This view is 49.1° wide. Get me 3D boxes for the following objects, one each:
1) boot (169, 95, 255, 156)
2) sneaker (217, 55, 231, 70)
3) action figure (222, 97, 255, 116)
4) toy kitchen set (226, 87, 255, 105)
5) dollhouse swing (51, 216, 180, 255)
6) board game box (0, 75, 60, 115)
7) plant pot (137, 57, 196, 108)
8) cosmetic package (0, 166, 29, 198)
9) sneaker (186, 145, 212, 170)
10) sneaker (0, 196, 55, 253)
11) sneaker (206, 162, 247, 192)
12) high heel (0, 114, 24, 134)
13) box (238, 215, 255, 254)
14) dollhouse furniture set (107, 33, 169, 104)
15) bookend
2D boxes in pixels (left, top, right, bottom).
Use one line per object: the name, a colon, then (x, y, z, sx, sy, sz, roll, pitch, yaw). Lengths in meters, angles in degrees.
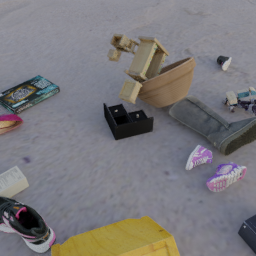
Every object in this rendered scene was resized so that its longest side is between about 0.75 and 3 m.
boot: (3.473, -0.379, 10.982, 2.637, 1.053, 2.901, -20, 39, -24)
sneaker: (4.918, -3.412, 14.663, 0.665, 0.474, 1.341, 19, 40, 23)
action figure: (4.726, -0.999, 11.889, 1.584, 0.549, 1.031, 17, 49, 39)
toy kitchen set: (4.870, -1.097, 11.877, 1.167, 0.935, 0.687, -12, 36, 13)
dollhouse swing: (-0.169, 3.801, 6.512, 2.668, 2.345, 2.424, -14, 2, -16)
board game box: (-4.498, -1.540, 12.630, 1.605, 0.334, 2.372, 31, 50, 30)
plant pot: (1.575, -1.754, 11.670, 2.930, 1.352, 2.930, -25, 13, 6)
cosmetic package: (-3.892, 1.846, 8.721, 1.344, 0.491, 0.696, -30, 50, -30)
sneaker: (2.494, 1.090, 9.615, 0.707, 0.449, 1.240, 27, 48, 23)
sneaker: (-2.985, 2.395, 7.719, 2.328, 1.005, 0.935, 18, 44, 20)
sneaker: (3.064, 1.516, 9.068, 1.543, 0.621, 0.682, -18, 38, -25)
high heel: (-5.077, 0.055, 10.476, 1.074, 0.753, 2.235, 13, 39, 30)
box: (3.799, 2.784, 7.537, 1.258, 0.656, 0.931, -18, 45, -19)
dollhouse furniture set: (0.081, -2.276, 11.344, 2.218, 1.394, 2.508, 21, 87, 37)
bookend: (-0.007, -0.426, 11.092, 1.567, 0.722, 1.558, -13, 43, -14)
